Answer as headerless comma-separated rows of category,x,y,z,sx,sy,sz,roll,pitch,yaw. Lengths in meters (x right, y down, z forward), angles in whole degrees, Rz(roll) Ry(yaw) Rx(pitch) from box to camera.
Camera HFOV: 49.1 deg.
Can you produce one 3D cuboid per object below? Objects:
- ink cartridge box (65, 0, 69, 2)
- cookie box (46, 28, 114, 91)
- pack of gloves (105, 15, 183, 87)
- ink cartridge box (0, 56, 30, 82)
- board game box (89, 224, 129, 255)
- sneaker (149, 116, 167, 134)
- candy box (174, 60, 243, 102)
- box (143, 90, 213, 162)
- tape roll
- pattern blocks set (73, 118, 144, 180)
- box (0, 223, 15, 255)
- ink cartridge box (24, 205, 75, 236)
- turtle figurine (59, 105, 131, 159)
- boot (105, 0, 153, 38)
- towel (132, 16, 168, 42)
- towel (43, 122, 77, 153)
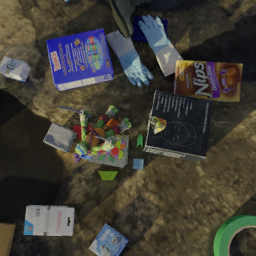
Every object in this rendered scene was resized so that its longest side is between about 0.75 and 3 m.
ink cartridge box,-2.452,-6.159,12.202,1.092,0.460,0.797,-31,79,-7
cookie box,-1.885,-2.715,11.194,2.314,0.870,1.979,-12,77,-3
pack of gloves,0.688,-3.187,11.277,2.317,0.544,2.758,-29,83,3
ink cartridge box,-4.540,-2.348,11.225,0.895,0.657,0.654,16,78,5
board game box,-0.676,4.131,9.954,1.017,0.222,1.022,33,79,8
sneaker,0.992,-0.160,8.985,0.505,1.118,0.437,-21,77,3
candy box,3.075,-1.807,10.916,2.478,0.700,1.446,4,93,2
box,1.806,-0.043,10.337,2.121,1.337,2.157,11,77,3
tape roll,4.269,4.299,9.735,2.438,0.586,2.438,0,78,0
pattern blocks set,-0.731,0.800,10.726,2.702,0.219,2.375,-5,77,-1
box,-5.411,4.730,9.772,2.362,0.307,2.889,7,77,1
ink cartridge box,-2.725,3.278,9.968,1.690,0.573,0.980,2,77,0
turtle figurine,-0.912,-0.054,9.950,1.628,2.262,2.194,19,42,34
boot,0.206,-5.088,11.484,1.887,0.978,2.888,-18,63,-4
towel,0.918,-4.112,11.818,1.463,0.362,1.080,5,84,1
towel,-2.593,0.353,10.627,1.064,0.455,0.881,23,89,5
